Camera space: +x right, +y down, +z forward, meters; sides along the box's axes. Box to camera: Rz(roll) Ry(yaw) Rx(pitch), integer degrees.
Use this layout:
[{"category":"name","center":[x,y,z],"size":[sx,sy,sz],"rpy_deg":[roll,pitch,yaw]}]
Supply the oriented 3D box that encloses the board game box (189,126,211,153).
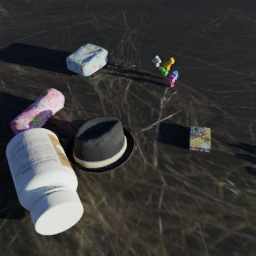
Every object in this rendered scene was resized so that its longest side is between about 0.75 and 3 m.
[{"category":"board game box","center":[2.541,0.378,9.880],"size":[0.700,0.179,1.034],"rpy_deg":[8,46,8]}]

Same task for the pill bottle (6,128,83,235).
[{"category":"pill bottle","center":[-2.319,1.417,7.817],"size":[1.587,1.587,2.776],"rpy_deg":[-20,48,-19]}]

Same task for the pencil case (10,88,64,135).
[{"category":"pencil case","center":[-3.274,-0.513,10.281],"size":[0.983,0.983,2.250],"rpy_deg":[17,48,16]}]

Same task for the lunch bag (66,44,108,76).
[{"category":"lunch bag","center":[-1.921,-3.228,13.168],"size":[1.459,0.701,1.820],"rpy_deg":[24,49,26]}]

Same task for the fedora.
[{"category":"fedora","center":[-0.930,0.342,9.263],"size":[2.394,1.093,2.394],"rpy_deg":[0,45,0]}]

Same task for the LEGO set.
[{"category":"LEGO set","center":[1.789,-2.658,12.271],"size":[0.593,0.638,1.555],"rpy_deg":[-24,71,-29]}]
